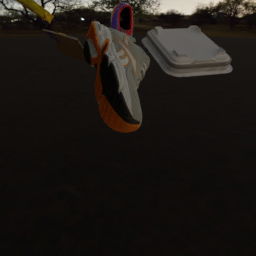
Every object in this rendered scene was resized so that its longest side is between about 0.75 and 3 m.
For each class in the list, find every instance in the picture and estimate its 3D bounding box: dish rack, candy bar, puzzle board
[{"bbox_3d":[1.280,-1.772,6.117,1.580,0.401,1.841,-7,44,-16],"label":"dish rack"},{"bbox_3d":[-2.993,-3.666,8.063,1.816,0.201,0.453,30,45,-20],"label":"candy bar"},{"bbox_3d":[-1.829,-2.566,8.785,1.169,0.135,1.552,20,-8,13],"label":"puzzle board"}]

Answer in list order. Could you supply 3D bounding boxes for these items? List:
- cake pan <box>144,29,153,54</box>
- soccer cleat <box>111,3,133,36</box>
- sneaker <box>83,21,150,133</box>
[{"bbox_3d":[0.814,-2.978,9.684,0.161,0.878,0.878,13,17,-22],"label":"cake pan"},{"bbox_3d":[-0.193,-2.427,7.818,0.683,2.001,0.732,0,15,-17],"label":"soccer cleat"},{"bbox_3d":[-0.008,-0.977,4.859,1.108,0.912,2.408,0,54,-25],"label":"sneaker"}]
